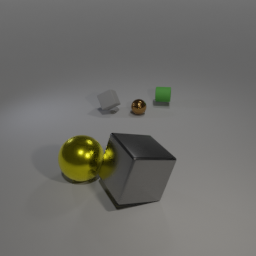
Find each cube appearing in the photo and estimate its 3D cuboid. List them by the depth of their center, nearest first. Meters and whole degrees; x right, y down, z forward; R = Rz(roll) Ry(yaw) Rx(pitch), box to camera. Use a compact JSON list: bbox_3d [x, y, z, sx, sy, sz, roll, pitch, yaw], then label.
[{"bbox_3d":[0.213,1.082,7.756,1.400,1.400,1.400,5,24,-33],"label":"cube"},{"bbox_3d":[-0.854,-1.258,12.547,0.700,0.700,0.700,-23,-5,16],"label":"cube"}]

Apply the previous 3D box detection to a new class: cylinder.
[{"bbox_3d":[1.668,-1.595,13.273,0.700,0.700,0.700,3,29,10],"label":"cylinder"}]

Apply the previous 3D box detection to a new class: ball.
[{"bbox_3d":[-1.406,0.908,8.489,1.400,1.400,1.400,0,29,0],"label":"ball"},{"bbox_3d":[0.483,-0.953,12.556,0.700,0.700,0.700,0,29,0],"label":"ball"}]
